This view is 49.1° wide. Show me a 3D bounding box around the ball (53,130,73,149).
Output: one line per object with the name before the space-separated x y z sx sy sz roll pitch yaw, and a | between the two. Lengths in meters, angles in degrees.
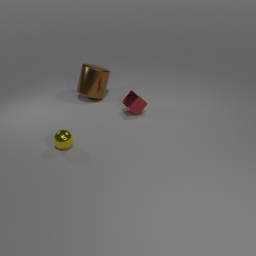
ball | -2.309 0.403 9.991 0.700 0.700 0.700 0 29 0

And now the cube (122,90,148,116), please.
cube | 0.293 -1.112 12.418 0.700 0.700 0.700 32 11 -40

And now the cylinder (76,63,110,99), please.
cylinder | -1.710 -2.318 13.810 1.400 1.400 1.400 15 17 -5
